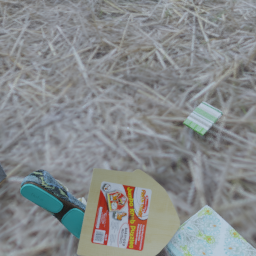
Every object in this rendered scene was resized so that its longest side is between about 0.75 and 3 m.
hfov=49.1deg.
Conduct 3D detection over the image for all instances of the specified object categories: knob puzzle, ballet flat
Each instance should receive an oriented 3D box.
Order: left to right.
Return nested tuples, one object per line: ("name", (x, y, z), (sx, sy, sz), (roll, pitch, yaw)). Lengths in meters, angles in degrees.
("ballet flat", (-1.243, 1.580, 5.829), (2.053, 0.762, 0.762), (45, 50, -15))
("knob puzzle", (0.090, 1.778, 5.630), (2.084, 0.289, 2.084), (1, 78, -4))

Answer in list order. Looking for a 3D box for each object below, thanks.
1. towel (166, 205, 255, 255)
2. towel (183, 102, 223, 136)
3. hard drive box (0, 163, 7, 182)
("towel", (1.709, 2.484, 5.597), (1.381, 0.388, 1.613), (-29, 55, -26))
("towel", (2.146, -0.271, 8.017), (0.717, 0.148, 0.961), (36, 71, 30))
("hard drive box", (-4.477, 1.004, 6.674), (2.330, 0.895, 1.816), (26, 52, 23))
